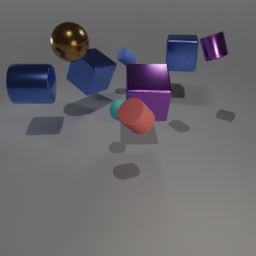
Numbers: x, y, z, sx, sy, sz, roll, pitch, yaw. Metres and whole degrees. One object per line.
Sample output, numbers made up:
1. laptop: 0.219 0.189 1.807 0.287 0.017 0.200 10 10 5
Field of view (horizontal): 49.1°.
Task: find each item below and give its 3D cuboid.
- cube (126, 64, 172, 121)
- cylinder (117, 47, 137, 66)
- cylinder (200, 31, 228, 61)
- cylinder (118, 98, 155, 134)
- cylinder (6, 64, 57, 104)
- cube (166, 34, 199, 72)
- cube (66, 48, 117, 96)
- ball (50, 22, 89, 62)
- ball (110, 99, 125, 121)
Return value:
1. cube: 0.637 -1.192 9.486 1.400 1.400 1.400 0 50 -1
2. cylinder: -0.056 -3.349 13.337 0.700 0.700 0.700 31 10 -38
3. cylinder: 2.584 -2.451 8.417 0.700 0.700 0.700 -18 15 5
4. cylinder: 0.209 -0.279 6.786 0.700 0.700 0.700 -11 65 24
5. cylinder: -3.362 -1.560 9.920 1.400 1.400 1.400 -1 31 -3
6. cube: 2.539 -3.572 13.292 1.400 1.400 1.400 4 30 9
7. cube: -1.607 -2.481 12.257 1.400 1.400 1.400 39 38 20
8. ball: -2.108 -3.113 10.179 1.400 1.400 1.400 0 31 0
9. ball: -0.219 -0.558 8.690 0.700 0.700 0.700 0 31 0
